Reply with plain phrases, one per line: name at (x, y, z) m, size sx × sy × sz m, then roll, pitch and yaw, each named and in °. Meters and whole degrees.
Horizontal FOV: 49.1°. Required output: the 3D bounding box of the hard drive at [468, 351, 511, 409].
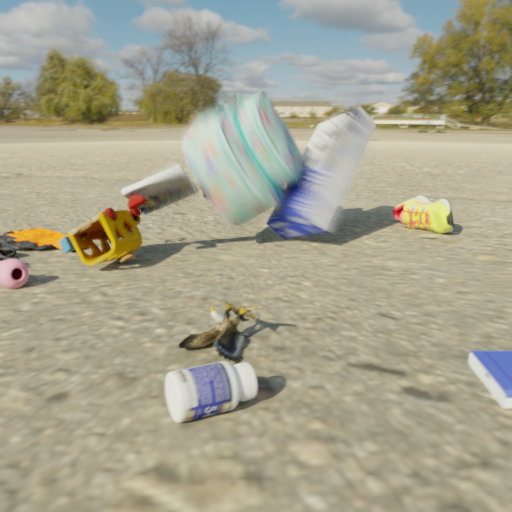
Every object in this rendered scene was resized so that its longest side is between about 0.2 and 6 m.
hard drive at (2.921, 1.170, 5.361) m, size 1.434 × 0.182 × 0.946 m, roll 0°, pitch 15°, yaw 1°

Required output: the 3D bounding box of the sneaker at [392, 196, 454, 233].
sneaker at (3.625, -0.842, 12.274) m, size 0.858 × 0.743 × 1.901 m, roll -13°, pitch 12°, yaw -9°

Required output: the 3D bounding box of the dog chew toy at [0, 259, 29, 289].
dog chew toy at (-3.739, 0.260, 8.423) m, size 0.721 × 0.449 × 0.449 m, roll 2°, pitch 12°, yaw 44°

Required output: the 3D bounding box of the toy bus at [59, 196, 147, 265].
toy bus at (-2.391, -0.302, 9.575) m, size 1.621 × 0.838 × 1.530 m, roll -26°, pitch -2°, yaw -26°

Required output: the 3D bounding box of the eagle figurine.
eagle figurine at (-0.391, 0.846, 6.183) m, size 0.646 × 0.643 × 0.852 m, roll -43°, pitch 11°, yaw 50°

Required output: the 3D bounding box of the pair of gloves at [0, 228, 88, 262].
pair of gloves at (-4.552, -0.172, 10.313) m, size 2.106 × 0.292 × 2.364 m, roll 8°, pitch 17°, yaw 27°

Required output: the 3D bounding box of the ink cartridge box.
ink cartridge box at (1.318, -1.655, 11.261) m, size 0.604 × 2.731 × 1.284 m, roll 38°, pitch -25°, yaw -24°

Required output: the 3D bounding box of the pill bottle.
pill bottle at (-0.387, 1.163, 4.896) m, size 0.728 × 0.436 × 0.436 m, roll -7°, pitch 16°, yaw -25°

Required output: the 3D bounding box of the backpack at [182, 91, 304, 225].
backpack at (-0.236, -1.845, 10.640) m, size 1.851 × 2.182 × 2.458 m, roll -24°, pitch 20°, yaw 28°

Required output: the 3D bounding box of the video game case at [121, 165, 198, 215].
video game case at (-1.626, -1.115, 9.594) m, size 1.071 × 0.123 × 0.976 m, roll -23°, pitch -20°, yaw 5°
